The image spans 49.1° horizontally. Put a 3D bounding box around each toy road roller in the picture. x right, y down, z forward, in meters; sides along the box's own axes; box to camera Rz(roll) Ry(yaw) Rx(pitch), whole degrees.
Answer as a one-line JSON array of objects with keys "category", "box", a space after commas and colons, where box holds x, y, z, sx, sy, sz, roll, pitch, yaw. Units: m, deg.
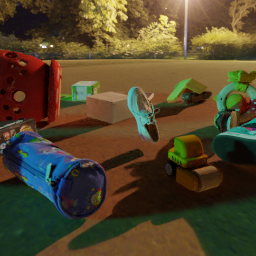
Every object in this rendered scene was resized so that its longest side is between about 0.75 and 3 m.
[{"category": "toy road roller", "box": [1.523, 0.772, 6.652, 0.861, 1.023, 1.402, -9, 19, -26]}]

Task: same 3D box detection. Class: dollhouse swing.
[{"category": "dollhouse swing", "box": [3.153, -1.817, 15.148, 1.444, 1.397, 1.589, 26, -3, -13]}]

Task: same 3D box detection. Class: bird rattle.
[{"category": "bird rattle", "box": [4.729, -1.124, 11.393, 2.077, 2.547, 1.435, -35, 7, 19]}]

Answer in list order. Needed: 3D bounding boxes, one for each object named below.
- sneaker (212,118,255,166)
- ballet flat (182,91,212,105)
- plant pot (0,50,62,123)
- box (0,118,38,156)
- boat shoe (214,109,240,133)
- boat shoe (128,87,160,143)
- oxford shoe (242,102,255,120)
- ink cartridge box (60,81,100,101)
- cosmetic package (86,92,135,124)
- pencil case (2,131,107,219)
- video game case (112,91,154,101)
[{"category": "sneaker", "box": [3.992, 0.497, 7.374, 1.793, 1.242, 2.970, -25, 27, -34]}, {"category": "ballet flat", "box": [3.785, -1.654, 15.276, 0.933, 0.642, 2.769, -3, 7, 40]}, {"category": "plant pot", "box": [-3.974, -1.458, 10.952, 2.606, 2.862, 2.862, 4, 16, -14]}, {"category": "box", "box": [-4.453, 0.492, 7.290, 2.940, 0.736, 2.962, -6, 14, 23]}, {"category": "boat shoe", "box": [3.527, -0.210, 10.096, 0.780, 0.924, 2.591, 5, 11, 26]}, {"category": "boat shoe", "box": [0.584, -0.319, 8.367, 0.700, 1.894, 0.807, -30, 30, -28]}, {"category": "oxford shoe", "box": [5.307, -0.700, 11.796, 1.989, 0.744, 0.701, 3, 18, 9]}, {"category": "ink cartridge box", "box": [-2.967, -2.145, 16.113, 2.407, 0.912, 1.779, 3, 18, 5]}, {"category": "cosmetic package", "box": [-0.718, -0.920, 12.130, 1.556, 0.957, 1.551, 14, 22, 38]}, {"category": "pencil case", "box": [-1.699, 0.878, 6.014, 2.925, 1.142, 1.271, 17, -7, 45]}, {"category": "video game case", "box": [0.036, -1.813, 16.193, 2.632, 0.230, 1.882, 4, 17, 14]}]
